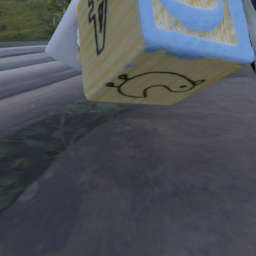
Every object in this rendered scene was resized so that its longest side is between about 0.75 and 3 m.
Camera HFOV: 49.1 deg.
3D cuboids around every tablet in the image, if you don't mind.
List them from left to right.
[{"bbox_3d":[-1.352,-3.375,9.419,1.881,2.891,0.197,19,18,-48],"label":"tablet"}]

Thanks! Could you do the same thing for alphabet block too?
[{"bbox_3d":[0.582,-2.178,6.153,2.646,2.660,2.709,2,-15,-28],"label":"alphabet block"}]

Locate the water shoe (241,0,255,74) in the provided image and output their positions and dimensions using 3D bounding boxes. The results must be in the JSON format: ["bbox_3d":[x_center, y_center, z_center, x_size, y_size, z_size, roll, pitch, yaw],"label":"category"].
[{"bbox_3d":[3.007,-2.625,7.234,1.045,2.922,1.153,-45,32,-26],"label":"water shoe"}]

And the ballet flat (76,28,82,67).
[{"bbox_3d":[-1.173,-2.846,8.223,0.830,0.820,2.437,-5,63,5],"label":"ballet flat"}]
